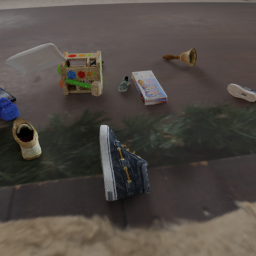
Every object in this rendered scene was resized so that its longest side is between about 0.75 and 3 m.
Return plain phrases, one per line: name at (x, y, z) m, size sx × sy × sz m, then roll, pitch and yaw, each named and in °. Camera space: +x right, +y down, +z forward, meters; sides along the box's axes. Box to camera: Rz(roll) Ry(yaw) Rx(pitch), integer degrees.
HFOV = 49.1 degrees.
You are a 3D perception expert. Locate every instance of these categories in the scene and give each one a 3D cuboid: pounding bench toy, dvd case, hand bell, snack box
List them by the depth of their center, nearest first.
dvd case at (-6.205, -1.426, 13.201) m, size 1.661 × 0.146 × 1.185 m, roll 29°, pitch 43°, yaw 35°
pounding bench toy at (-2.301, -2.420, 13.311) m, size 2.055 × 1.637 × 2.635 m, roll -2°, pitch 35°, yaw -3°
snack box at (1.002, -2.076, 13.921) m, size 1.073 × 0.363 × 2.985 m, roll -6°, pitch 36°, yaw -9°
hand bell at (2.963, -4.221, 16.750) m, size 2.016 × 1.050 × 1.050 m, roll 10°, pitch 35°, yaw 35°

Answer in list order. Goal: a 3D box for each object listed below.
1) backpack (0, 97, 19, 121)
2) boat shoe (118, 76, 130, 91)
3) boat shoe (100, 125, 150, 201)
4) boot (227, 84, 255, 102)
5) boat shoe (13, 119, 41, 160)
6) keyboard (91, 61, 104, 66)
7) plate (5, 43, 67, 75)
backpack at (-5.118, -0.778, 11.730) m, size 0.967 × 0.811 × 0.785 m, roll 28°, pitch 51°, yaw 29°
boat shoe at (-0.204, -2.242, 14.143) m, size 0.452 × 0.384 × 1.243 m, roll 10°, pitch 36°, yaw 13°
boat shoe at (-0.185, 1.009, 9.072) m, size 1.347 × 1.050 × 2.968 m, roll -5°, pitch 43°, yaw -8°
boot at (5.531, -1.701, 13.353) m, size 0.676 × 0.544 × 1.496 m, roll -19°, pitch 44°, yaw -40°
boat shoe at (-3.769, 0.193, 10.346) m, size 0.869 × 0.780 × 2.349 m, roll -19°, pitch 40°, yaw -25°
keyboard at (-1.916, -3.555, 16.199) m, size 0.872 × 0.186 × 1.452 m, roll 10°, pitch 37°, yaw 25°
plate at (-2.651, -2.036, 8.215) m, size 1.429 × 0.231 × 1.426 m, roll -20°, pitch -5°, yaw 1°
